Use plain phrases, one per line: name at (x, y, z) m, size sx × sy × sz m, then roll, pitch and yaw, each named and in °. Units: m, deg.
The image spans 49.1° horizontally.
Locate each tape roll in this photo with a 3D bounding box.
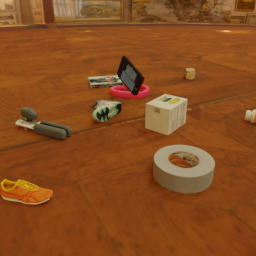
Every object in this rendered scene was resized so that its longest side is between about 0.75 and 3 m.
tape roll at (1.394, 0.996, 7.091) m, size 1.506 × 0.498 × 1.506 m, roll 0°, pitch 25°, yaw 0°

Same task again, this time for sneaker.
sneaker at (-2.294, 1.413, 6.270) m, size 1.239 × 0.478 × 0.452 m, roll 4°, pitch 25°, yaw 5°
sneaker at (-1.087, -0.682, 10.540) m, size 1.116 × 0.620 × 1.595 m, roll 14°, pitch 20°, yaw 29°

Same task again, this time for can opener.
can opener at (-2.857, -0.124, 9.291) m, size 2.114 × 0.703 × 0.557 m, roll 17°, pitch 29°, yaw 22°

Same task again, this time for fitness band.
fitness band at (0.085, -1.746, 12.965) m, size 1.832 × 0.343 × 1.316 m, roll 7°, pitch 27°, yaw 16°

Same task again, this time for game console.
game console at (0.077, -1.889, 10.306) m, size 0.193 × 1.098 × 1.241 m, roll -32°, pitch 73°, yaw -25°

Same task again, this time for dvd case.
dvd case at (-1.017, -2.433, 14.526) m, size 1.973 × 0.217 × 1.440 m, roll -5°, pitch 26°, yaw -12°

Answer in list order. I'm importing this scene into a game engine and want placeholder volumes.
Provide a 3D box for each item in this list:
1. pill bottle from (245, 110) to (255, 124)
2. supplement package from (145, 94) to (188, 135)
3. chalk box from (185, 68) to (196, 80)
pill bottle at (4.664, -0.383, 9.955) m, size 0.886 × 0.492 × 0.492 m, roll 12°, pitch 28°, yaw 25°
supplement package at (1.323, -0.495, 9.667) m, size 0.945 × 0.938 × 1.246 m, roll 18°, pitch 31°, yaw 33°
chalk box at (3.398, -3.003, 15.397) m, size 0.480 × 0.483 × 0.776 m, roll 2°, pitch 27°, yaw 3°
